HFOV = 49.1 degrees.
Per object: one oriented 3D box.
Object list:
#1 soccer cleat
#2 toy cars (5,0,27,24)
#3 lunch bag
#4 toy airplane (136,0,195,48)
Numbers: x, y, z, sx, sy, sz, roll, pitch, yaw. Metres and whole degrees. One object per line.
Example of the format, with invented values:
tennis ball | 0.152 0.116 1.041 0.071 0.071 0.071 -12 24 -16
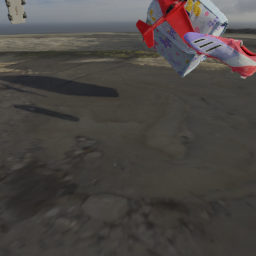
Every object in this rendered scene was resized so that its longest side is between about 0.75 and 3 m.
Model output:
soccer cleat | 2.036 -1.729 6.034 1.726 0.660 0.576 34 39 12
toy cars | -3.567 -3.673 7.755 0.944 0.466 2.105 -32 -20 17
lunch bag | 1.792 -3.343 9.221 1.714 2.697 2.287 -40 82 -18
toy airplane | 0.998 -3.148 7.983 2.075 2.075 0.382 18 23 35
